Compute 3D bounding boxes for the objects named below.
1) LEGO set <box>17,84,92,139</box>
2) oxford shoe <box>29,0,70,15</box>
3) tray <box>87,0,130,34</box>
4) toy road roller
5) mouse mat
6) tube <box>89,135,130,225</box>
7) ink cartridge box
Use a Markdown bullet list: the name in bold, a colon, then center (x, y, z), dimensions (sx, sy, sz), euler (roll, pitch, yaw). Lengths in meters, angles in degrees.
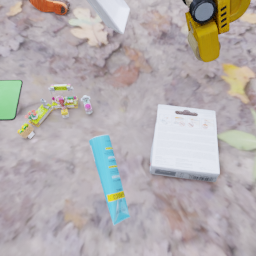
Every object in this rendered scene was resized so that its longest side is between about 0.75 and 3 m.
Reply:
- **LEGO set**: center (-2.336, -0.649, 8.490), dimensions (2.408, 0.896, 1.108), euler (-22, 62, -12)
- **oxford shoe**: center (-3.163, -5.045, 11.264), dimensions (1.699, 0.606, 0.619), euler (19, 52, 1)
- **tray**: center (-0.597, -3.621, 7.930), dimensions (0.323, 1.563, 2.911), euler (-32, 27, 23)
- **toy road roller**: center (2.436, -3.070, 7.702), dimensions (1.589, 2.176, 1.337), euler (-16, 49, 7)
- **mouse mat**: center (-4.204, -0.931, 9.147), dimensions (1.303, 0.061, 1.619), euler (-1, 59, -1)
- **tube**: center (-0.296, 0.822, 4.585), dimensions (0.354, 0.544, 1.405), euler (-24, 77, 30)
- **ink cartridge box**: center (1.645, 0.383, 8.216), dimensions (1.845, 0.570, 2.275), euler (7, 50, 4)
